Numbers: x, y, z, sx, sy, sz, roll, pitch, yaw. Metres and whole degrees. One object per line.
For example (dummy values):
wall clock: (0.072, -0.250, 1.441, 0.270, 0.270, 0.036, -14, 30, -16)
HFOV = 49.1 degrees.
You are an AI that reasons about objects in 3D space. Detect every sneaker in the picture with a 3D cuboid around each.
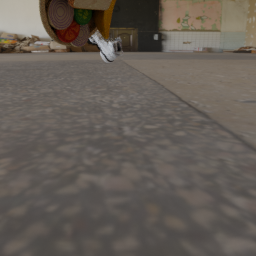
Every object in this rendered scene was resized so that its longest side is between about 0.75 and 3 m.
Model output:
sneaker: (-0.724, -2.938, 9.304, 0.859, 1.495, 0.562, -9, 29, 48)

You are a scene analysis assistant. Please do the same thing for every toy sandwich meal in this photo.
toy sandwich meal: (-1.033, -3.373, 7.244, 0.989, 2.887, 2.887, 34, 32, 23)
